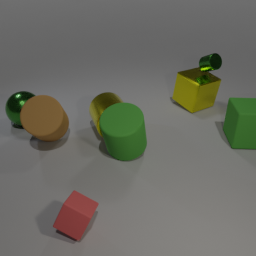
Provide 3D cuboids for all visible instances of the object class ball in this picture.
[{"bbox_3d":[-4.138,-0.769,11.170,1.400,1.400,1.400,0,30,0],"label":"ball"}]

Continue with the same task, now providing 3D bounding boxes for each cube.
[{"bbox_3d":[4.389,-0.183,10.098,1.400,1.400,1.400,2,30,3],"label":"cube"},{"bbox_3d":[-1.214,2.042,6.602,0.700,0.700,0.700,27,16,2],"label":"cube"},{"bbox_3d":[3.065,-1.743,12.649,1.400,1.400,1.400,-18,43,-28],"label":"cube"}]

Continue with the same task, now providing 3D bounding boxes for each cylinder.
[{"bbox_3d":[-0.646,-0.462,10.597,1.400,1.400,1.400,-10,32,-16],"label":"cylinder"},{"bbox_3d":[3.544,-2.804,12.054,0.700,0.700,0.700,-14,8,-24],"label":"cylinder"},{"bbox_3d":[-0.123,0.130,9.158,1.400,1.400,1.400,-5,51,6],"label":"cylinder"},{"bbox_3d":[-2.859,-0.294,9.791,1.400,1.400,1.400,-2,-10,-4],"label":"cylinder"}]
